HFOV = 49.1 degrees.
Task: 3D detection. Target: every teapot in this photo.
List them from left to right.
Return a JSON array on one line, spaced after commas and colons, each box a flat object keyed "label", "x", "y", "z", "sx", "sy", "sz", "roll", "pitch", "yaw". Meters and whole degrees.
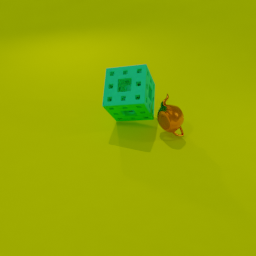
[{"label": "teapot", "x": 1.106, "y": -0.309, "z": 7.139, "sx": 0.578, "sy": 0.733, "sz": 1.179, "roll": -21, "pitch": 84, "yaw": -25}]

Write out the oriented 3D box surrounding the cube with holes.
[{"label": "cube with holes", "x": 0.064, "y": -0.884, "z": 7.404, "sx": 1.079, "sy": 1.079, "sz": 1.079, "roll": -2, "pitch": 70, "yaw": 17}]
